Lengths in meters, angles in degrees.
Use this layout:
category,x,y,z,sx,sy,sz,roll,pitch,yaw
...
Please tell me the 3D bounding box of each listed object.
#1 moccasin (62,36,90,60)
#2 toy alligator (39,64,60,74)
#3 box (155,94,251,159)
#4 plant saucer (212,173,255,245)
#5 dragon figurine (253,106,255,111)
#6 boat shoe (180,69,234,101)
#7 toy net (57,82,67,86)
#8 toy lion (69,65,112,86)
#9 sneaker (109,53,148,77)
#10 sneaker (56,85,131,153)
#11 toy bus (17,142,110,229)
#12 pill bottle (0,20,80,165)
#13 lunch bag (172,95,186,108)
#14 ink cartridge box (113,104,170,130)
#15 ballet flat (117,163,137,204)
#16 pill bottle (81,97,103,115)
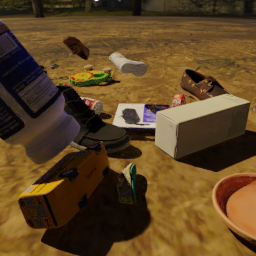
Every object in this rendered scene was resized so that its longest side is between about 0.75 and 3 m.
category,x,y,z,sx,sy,sz,roll,pitch,yaw
moccasin,-1.669,-2.544,9.026,0.438,0.463,1.199,-9,-16,19
toy alligator,-4.763,-2.685,13.684,2.900,0.697,0.961,-9,-4,-17
box,2.186,-0.127,8.123,2.812,1.155,0.961,-14,29,-28
plant saucer,2.693,1.616,5.483,2.050,0.384,2.050,0,26,0
dragon figurine,5.702,-1.467,10.411,2.943,1.463,0.866,-10,28,-18
boat shoe,3.089,-1.571,11.126,1.043,1.042,2.964,-13,31,-27
toy net,-2.619,-1.461,10.697,0.851,0.313,1.622,-28,-8,4
toy lion,-1.865,-2.446,13.491,1.767,0.607,1.694,12,36,22
sneaker,0.010,-2.278,9.836,0.885,0.564,1.531,45,25,28
sneaker,-1.266,-0.289,7.988,2.867,1.523,1.072,13,29,24
toy bus,-1.156,1.069,5.861,0.905,0.753,2.313,-11,16,21
pill bottle,-2.500,-0.692,6.220,1.709,2.953,1.709,-31,21,14
lunch bag,1.649,-0.563,9.176,0.393,0.958,0.844,4,30,19
ink cartridge box,0.486,-0.282,9.219,1.863,0.408,1.881,2,26,5
ballet flat,-0.034,1.210,6.284,0.456,0.456,1.291,1,27,2
pill bottle,-1.430,-0.816,10.154,0.972,0.533,0.533,17,31,31
